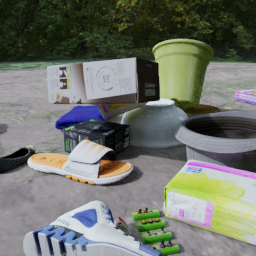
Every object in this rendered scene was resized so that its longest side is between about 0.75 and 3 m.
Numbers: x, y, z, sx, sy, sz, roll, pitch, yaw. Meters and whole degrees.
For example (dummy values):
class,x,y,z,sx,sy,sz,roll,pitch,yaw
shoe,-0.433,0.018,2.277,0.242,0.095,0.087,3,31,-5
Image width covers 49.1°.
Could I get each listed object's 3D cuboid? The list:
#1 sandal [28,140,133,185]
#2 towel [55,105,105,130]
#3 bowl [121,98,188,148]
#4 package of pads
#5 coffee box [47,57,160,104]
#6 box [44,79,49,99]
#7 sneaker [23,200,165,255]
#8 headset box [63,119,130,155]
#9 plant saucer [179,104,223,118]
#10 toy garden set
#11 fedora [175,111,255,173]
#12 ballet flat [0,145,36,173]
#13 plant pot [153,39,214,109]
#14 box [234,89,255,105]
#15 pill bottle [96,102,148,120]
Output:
class,x,y,z,sx,sy,sz,roll,pitch,yaw
sandal,-1.335,0.749,7.201,2.933,0.841,1.124,5,18,16
towel,-1.696,-0.419,11.515,1.869,0.627,2.531,-4,17,10
bowl,0.980,-0.333,10.034,2.783,1.251,2.783,0,18,0
package of pads,1.893,1.359,5.459,2.100,0.716,1.622,10,20,28
coffee box,-0.633,-1.185,7.525,2.666,1.064,1.507,1,7,28
box,-4.198,-2.662,17.665,1.362,1.115,2.869,1,17,2
sneaker,-0.383,1.653,4.296,2.117,0.855,1.223,5,20,21
headset box,-0.998,0.305,8.753,1.659,0.770,1.445,10,20,29
plant saucer,2.983,-0.631,12.220,2.771,0.491,2.771,0,17,0
toy garden set,0.223,1.773,4.939,0.995,0.238,1.194,-4,18,-12
fedora,2.641,0.492,7.237,2.917,1.317,2.579,-11,20,-27
ballet flat,-3.112,0.776,7.785,0.521,0.446,1.569,6,18,19
plant pot,2.122,-1.989,11.331,2.454,2.256,2.454,6,-7,1
box,7.777,-1.792,15.819,2.795,0.546,1.912,-8,19,-23
pill bottle,-0.024,-1.066,9.057,1.988,1.037,1.037,-21,17,4
